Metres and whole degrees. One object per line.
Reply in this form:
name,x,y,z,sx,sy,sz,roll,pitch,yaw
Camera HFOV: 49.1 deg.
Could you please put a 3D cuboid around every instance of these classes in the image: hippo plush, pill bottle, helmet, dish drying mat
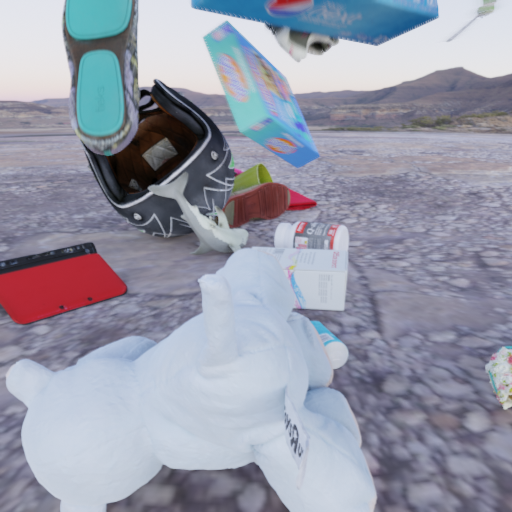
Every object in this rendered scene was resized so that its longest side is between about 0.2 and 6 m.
hippo plush,-0.434,1.161,3.671,1.885,1.867,2.344,-27,3,9
pill bottle,0.941,-0.241,9.559,1.153,0.668,0.668,7,17,24
helmet,-1.739,-1.693,10.949,2.847,2.715,2.847,-38,-5,-4
dish drying mat,0.641,-1.574,15.086,1.056,0.250,2.750,-6,18,-16

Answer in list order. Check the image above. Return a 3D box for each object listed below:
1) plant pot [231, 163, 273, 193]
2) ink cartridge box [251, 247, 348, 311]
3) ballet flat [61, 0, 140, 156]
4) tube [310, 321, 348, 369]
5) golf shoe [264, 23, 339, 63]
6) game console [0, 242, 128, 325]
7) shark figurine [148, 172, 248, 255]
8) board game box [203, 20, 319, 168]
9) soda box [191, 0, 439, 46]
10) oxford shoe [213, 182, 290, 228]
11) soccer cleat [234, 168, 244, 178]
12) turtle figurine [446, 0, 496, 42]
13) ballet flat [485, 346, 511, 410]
plant pot,-0.250,-1.574,13.811,1.177,1.101,1.101,-17,9,21
ink cartridge box,0.548,0.299,7.777,1.411,0.584,1.028,3,16,9
ballet flat,-1.982,-2.582,7.298,1.012,2.814,1.012,-3,-14,-1
tube,0.669,0.910,6.261,0.453,0.295,1.169,5,10,-14
golf shoe,0.916,-3.213,7.823,1.818,0.801,0.702,-30,3,-32
game console,-2.978,0.484,7.925,1.694,1.005,1.460,-16,-9,-46
shark figurine,-0.964,-0.416,9.692,0.861,2.062,1.232,-34,40,25
board game box,0.156,-2.534,9.181,0.514,1.738,2.286,-26,-16,21
soda box,0.769,-3.331,6.583,3.170,1.017,1.075,-8,2,-39
oxford shoe,-0.182,-1.222,12.739,0.908,0.855,2.428,8,16,42
soccer cleat,-1.408,-1.910,14.782,2.929,1.023,1.264,-1,17,-2
turtle figurine,2.428,-2.975,6.018,0.947,0.977,0.703,-15,59,-17
ballet flat,2.946,1.208,4.821,1.814,0.686,0.580,2,45,24
